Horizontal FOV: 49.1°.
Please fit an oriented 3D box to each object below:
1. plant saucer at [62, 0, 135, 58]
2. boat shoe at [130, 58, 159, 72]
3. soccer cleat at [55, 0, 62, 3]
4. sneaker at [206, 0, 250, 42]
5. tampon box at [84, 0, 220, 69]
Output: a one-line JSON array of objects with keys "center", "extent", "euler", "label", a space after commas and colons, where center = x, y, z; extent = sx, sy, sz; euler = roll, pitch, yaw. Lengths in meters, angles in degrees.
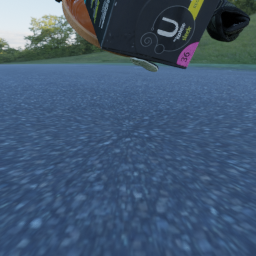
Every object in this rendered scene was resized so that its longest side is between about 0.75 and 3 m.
[{"center": [-0.231, -2.466, 6.313], "extent": [2.513, 0.406, 2.513], "euler": [12, 53, -16], "label": "plant saucer"}, {"center": [0.665, -2.522, 10.612], "extent": [1.298, 0.466, 0.439], "euler": [32, 71, 31], "label": "boat shoe"}, {"center": [-1.676, -4.236, 8.994], "extent": [0.902, 1.115, 2.583], "euler": [-4, -11, 19], "label": "soccer cleat"}, {"center": [2.865, -2.863, 8.012], "extent": [2.345, 0.896, 1.343], "euler": [20, 33, -55], "label": "sneaker"}, {"center": [0.291, -2.332, 4.453], "extent": [1.459, 1.733, 2.312], "euler": [7, 36, -22], "label": "tampon box"}]
